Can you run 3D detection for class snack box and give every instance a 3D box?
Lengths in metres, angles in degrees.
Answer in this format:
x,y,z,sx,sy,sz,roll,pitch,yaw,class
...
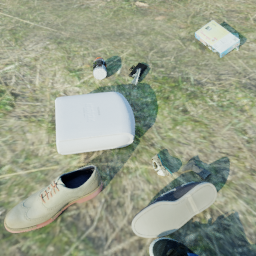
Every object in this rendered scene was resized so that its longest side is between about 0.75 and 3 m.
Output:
x,y,z,sx,sy,sz,roll,pitch,yaw,class
4.466,-4.518,14.117,1.167,0.372,2.008,-35,58,-2,snack box

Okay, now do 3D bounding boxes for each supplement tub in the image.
x,y,z,sx,sy,sz,roll,pitch,yaw,class
-1.269,-2.705,12.614,0.617,0.617,1.007,-4,47,-3,supplement tub

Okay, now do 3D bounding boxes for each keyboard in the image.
x,y,z,sx,sy,sz,roll,pitch,yaw,class
0.410,-2.662,12.915,0.672,0.144,1.119,24,50,12,keyboard

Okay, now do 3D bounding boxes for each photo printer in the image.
x,y,z,sx,sy,sz,roll,pitch,yaw,class
-1.153,-0.249,9.998,2.757,0.957,2.294,-6,49,-8,photo printer

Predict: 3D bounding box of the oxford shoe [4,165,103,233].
x,y,z,sx,sy,sz,roll,pitch,yaw,class
-2.128,1.866,7.959,2.930,1.081,1.037,-27,52,-23,oxford shoe

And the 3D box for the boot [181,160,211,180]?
x,y,z,sx,sy,sz,roll,pitch,yaw,class
2.177,1.410,9.000,0.688,0.275,0.757,-31,60,-23,boot

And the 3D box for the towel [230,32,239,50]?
x,y,z,sx,sy,sz,roll,pitch,yaw,class
5.201,-4.609,14.733,1.230,0.189,1.613,10,46,9,towel

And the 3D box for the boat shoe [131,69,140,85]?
x,y,z,sx,sy,sz,roll,pitch,yaw,class
0.340,-2.272,12.324,0.260,0.306,0.842,14,65,0,boat shoe

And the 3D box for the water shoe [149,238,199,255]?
x,y,z,sx,sy,sz,roll,pitch,yaw,class
1.656,3.395,6.544,2.620,1.034,0.937,32,55,27,water shoe

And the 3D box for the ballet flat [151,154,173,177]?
x,y,z,sx,sy,sz,roll,pitch,yaw,class
1.053,1.291,9.073,0.388,0.349,1.030,-32,45,-2,ballet flat

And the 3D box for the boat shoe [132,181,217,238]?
x,y,z,sx,sy,sz,roll,pitch,yaw,class
1.256,2.262,8.004,2.620,0.952,0.822,-23,8,-13,boat shoe
